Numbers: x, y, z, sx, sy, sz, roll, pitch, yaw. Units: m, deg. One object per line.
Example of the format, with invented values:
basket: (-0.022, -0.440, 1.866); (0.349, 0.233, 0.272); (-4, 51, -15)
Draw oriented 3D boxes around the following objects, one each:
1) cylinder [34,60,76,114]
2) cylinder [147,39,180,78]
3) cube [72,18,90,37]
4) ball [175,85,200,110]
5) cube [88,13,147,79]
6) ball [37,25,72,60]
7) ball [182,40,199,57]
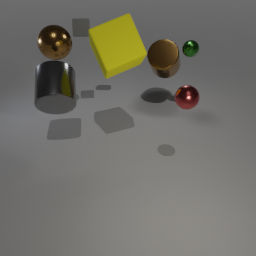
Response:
cylinder: (-2.548, -1.398, 9.853); (1.400, 1.400, 1.400); (-4, 66, -6)
cylinder: (1.675, -3.154, 12.901); (1.400, 1.400, 1.400); (8, -4, 14)
cube: (-1.906, -4.132, 11.481); (0.700, 0.700, 0.700); (-3, 22, -8)
ball: (1.684, -0.873, 7.996); (0.700, 0.700, 0.700); (0, 31, 0)
cube: (-0.372, -2.632, 9.233); (1.400, 1.400, 1.400); (-24, 2, -5)
ball: (-3.012, -3.516, 11.555); (1.400, 1.400, 1.400); (0, 31, 0)
ball: (2.648, -3.350, 11.828); (0.700, 0.700, 0.700); (0, 31, 0)
